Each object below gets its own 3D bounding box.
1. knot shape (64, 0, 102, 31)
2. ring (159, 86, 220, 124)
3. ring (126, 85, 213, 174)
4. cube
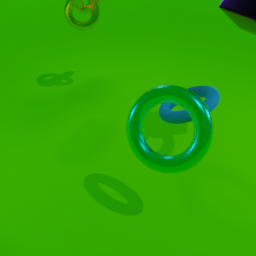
[{"bbox_3d":[-1.467,-4.102,9.271,0.823,1.667,1.781,26,20,35],"label":"knot shape"},{"bbox_3d":[1.516,-0.607,7.058,1.563,0.313,1.563,-21,25,10],"label":"ring"},{"bbox_3d":[0.705,0.026,5.016,1.588,1.588,0.318,17,11,22],"label":"ring"},{"bbox_3d":[2.942,-2.769,6.173,1.080,1.080,1.080,18,22,-40],"label":"cube"}]
